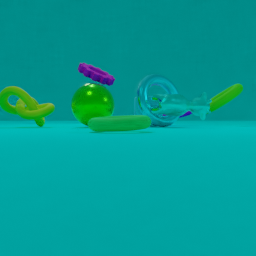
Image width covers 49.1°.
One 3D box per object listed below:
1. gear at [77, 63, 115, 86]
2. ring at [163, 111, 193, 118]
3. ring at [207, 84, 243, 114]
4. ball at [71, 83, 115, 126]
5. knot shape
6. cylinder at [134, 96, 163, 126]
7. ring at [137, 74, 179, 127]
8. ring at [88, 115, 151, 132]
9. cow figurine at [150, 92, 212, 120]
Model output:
[{"bbox_3d":[-1.036,-1.772,9.218,1.227,0.227,1.227,24,18,-8],"label":"gear"},{"bbox_3d":[1.849,-0.691,11.655,1.928,0.386,1.928,-11,10,2],"label":"ring"},{"bbox_3d":[3.675,-1.140,11.030,1.813,0.363,1.813,-34,0,0],"label":"ring"},{"bbox_3d":[-1.069,-0.701,8.554,1.322,1.322,1.322,0,2,0],"label":"ball"},{"bbox_3d":[-3.106,-0.611,8.946,1.723,0.796,1.612,22,-9,9],"label":"knot shape"},{"bbox_3d":[0.706,-0.557,9.687,0.986,0.986,0.986,1,-1,0],"label":"cylinder"},{"bbox_3d":[1.050,-0.910,9.187,1.792,1.792,0.358,-1,-12,-34],"label":"ring"},{"bbox_3d":[-0.159,-0.097,5.343,1.204,0.241,1.204,-3,5,0],"label":"ring"},{"bbox_3d":[1.607,-0.675,8.343,1.507,0.827,1.483,1,4,-39],"label":"cow figurine"}]
